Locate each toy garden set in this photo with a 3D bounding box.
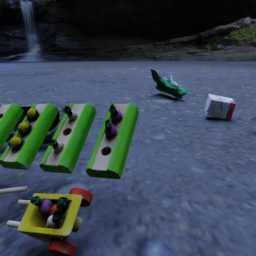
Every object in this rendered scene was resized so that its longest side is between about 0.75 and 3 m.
[{"bbox_3d":[-1.371,0.408,3.865,2.631,0.525,2.193,1,51,20],"label":"toy garden set"}]

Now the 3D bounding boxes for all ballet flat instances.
[{"bbox_3d":[-2.419,-0.162,6.434,2.982,0.847,0.991,-4,60,-14],"label":"ballet flat"}]

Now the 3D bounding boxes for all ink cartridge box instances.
[{"bbox_3d":[3.005,-0.700,9.232,0.813,0.588,0.591,10,25,2],"label":"ink cartridge box"}]

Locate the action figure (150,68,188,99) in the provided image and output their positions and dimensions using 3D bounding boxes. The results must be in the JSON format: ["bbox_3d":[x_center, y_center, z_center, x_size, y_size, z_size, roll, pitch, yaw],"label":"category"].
[{"bbox_3d":[1.979,-1.967,13.076,0.670,1.447,2.450,-39,36,-4],"label":"action figure"}]
